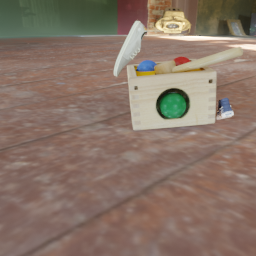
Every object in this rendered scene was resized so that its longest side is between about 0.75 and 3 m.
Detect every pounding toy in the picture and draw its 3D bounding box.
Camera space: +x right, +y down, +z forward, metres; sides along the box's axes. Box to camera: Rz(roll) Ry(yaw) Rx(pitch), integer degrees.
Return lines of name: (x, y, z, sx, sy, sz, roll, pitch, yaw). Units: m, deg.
pounding toy: (1.307, -1.224, 7.703, 2.574, 1.988, 2.796, -5, 21, 1)

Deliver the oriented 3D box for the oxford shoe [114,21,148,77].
oxford shoe: (0.073, -2.398, 8.718, 0.524, 1.815, 0.682, 28, 11, -2)

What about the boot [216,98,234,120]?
boot: (2.662, -0.528, 7.768, 0.398, 0.494, 1.093, -12, -5, 5)
